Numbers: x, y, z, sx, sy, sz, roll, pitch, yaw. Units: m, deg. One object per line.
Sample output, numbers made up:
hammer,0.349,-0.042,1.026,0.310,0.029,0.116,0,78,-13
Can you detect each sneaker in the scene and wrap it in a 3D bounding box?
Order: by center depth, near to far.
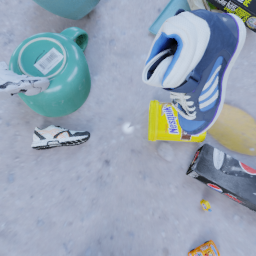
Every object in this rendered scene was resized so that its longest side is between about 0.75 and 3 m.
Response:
sneaker,0.981,-0.848,5.483,2.072,2.830,1.140,-16,46,-31
sneaker,-2.711,-1.211,6.820,1.451,0.545,0.834,-16,70,-22
sneaker,-1.953,0.190,8.114,1.709,0.630,0.683,-5,72,-2

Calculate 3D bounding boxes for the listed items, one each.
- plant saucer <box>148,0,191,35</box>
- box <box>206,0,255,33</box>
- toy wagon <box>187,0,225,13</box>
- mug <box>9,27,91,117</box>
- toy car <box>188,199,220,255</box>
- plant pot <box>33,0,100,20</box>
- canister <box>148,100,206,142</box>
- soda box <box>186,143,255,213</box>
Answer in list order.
plant saucer,1.660,-3.948,9.526,0.843,0.229,2.411,33,77,9
box,3.907,-4.492,9.125,1.968,0.544,2.456,35,64,1
toy wagon,3.063,-4.315,9.356,2.339,0.463,1.815,-8,73,-20
mug,-2.253,-1.817,8.144,2.201,1.656,2.678,-4,74,-1
toy car,1.929,2.789,7.383,0.838,0.569,1.709,-9,75,-3
plant pot,-1.772,-4.416,8.745,2.441,2.441,1.644,-52,124,-13
canister,1.417,-0.179,8.191,1.599,0.692,1.188,3,74,0
soda box,2.978,1.462,7.634,2.590,0.820,0.916,29,76,7
